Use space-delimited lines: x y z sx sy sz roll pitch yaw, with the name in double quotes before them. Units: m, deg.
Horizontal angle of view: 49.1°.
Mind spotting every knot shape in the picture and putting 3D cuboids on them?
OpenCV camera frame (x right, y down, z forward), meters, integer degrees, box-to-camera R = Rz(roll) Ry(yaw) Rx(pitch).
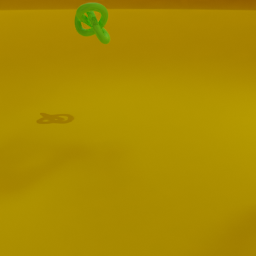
"knot shape" -0.963 -2.690 7.097 1.111 1.187 0.548 27 68 33
